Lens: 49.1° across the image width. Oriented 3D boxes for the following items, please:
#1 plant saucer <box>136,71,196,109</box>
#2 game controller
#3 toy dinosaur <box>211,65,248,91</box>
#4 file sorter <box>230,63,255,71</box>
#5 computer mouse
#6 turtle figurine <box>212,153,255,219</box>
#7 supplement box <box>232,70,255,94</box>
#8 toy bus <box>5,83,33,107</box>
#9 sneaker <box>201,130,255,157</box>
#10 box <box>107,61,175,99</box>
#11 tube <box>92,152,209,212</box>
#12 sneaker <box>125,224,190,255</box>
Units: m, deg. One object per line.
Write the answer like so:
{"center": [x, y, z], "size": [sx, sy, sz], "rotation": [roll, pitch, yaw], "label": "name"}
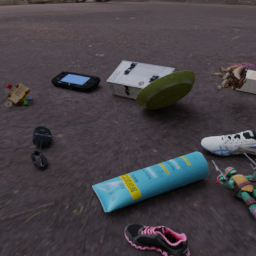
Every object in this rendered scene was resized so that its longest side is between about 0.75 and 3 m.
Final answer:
{"center": [1.479, -1.310, 10.553], "size": [2.420, 2.420, 0.376], "rotation": [-15, 72, -23], "label": "plant saucer"}
{"center": [-2.514, -2.253, 13.435], "size": [2.329, 0.490, 1.215], "rotation": [13, 32, 23], "label": "game controller"}
{"center": [4.140, -2.028, 10.759], "size": [1.421, 0.900, 2.097], "rotation": [-12, -3, 0], "label": "toy dinosaur"}
{"center": [5.814, -2.905, 14.360], "size": [1.092, 0.685, 0.759], "rotation": [-17, 34, -27], "label": "file sorter"}
{"center": [-2.720, 0.619, 8.731], "size": [0.597, 0.346, 2.036], "rotation": [12, 31, -20], "label": "computer mouse"}
{"center": [2.864, 1.368, 6.857], "size": [1.257, 0.845, 1.679], "rotation": [-23, 50, -14], "label": "turtle figurine"}
{"center": [5.976, -2.082, 12.901], "size": [1.944, 0.715, 1.225], "rotation": [19, 35, 29], "label": "supplement box"}
{"center": [-4.614, -1.334, 11.772], "size": [1.069, 1.009, 0.552], "rotation": [-10, -12, -18], "label": "toy bus"}
{"center": [3.383, 0.412, 8.525], "size": [2.280, 0.826, 0.819], "rotation": [1, 31, 5], "label": "sneaker"}
{"center": [0.579, -1.998, 12.104], "size": [2.633, 0.792, 1.536], "rotation": [17, 57, 30], "label": "box"}
{"center": [0.627, 1.346, 7.145], "size": [2.911, 0.734, 1.127], "rotation": [-15, 20, -17], "label": "tube"}
{"center": [0.579, 2.166, 5.647], "size": [1.397, 0.666, 0.552], "rotation": [12, 34, 23], "label": "sneaker"}
